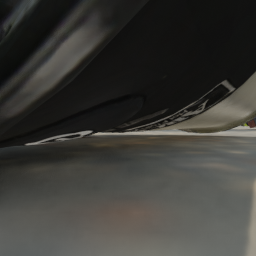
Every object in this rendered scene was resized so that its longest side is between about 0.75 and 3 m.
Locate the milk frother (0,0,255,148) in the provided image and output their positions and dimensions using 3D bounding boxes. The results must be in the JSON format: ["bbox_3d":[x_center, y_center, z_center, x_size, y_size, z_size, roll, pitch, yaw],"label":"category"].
[{"bbox_3d":[-0.209,-1.271,1.601,2.365,2.620,2.464,5,3,26],"label":"milk frother"}]

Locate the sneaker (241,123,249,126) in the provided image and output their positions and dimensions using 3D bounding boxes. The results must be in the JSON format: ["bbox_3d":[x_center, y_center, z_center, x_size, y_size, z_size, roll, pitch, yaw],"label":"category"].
[{"bbox_3d":[5.371,-0.297,12.640,1.300,0.480,0.526,1,-3,-43],"label":"sneaker"}]

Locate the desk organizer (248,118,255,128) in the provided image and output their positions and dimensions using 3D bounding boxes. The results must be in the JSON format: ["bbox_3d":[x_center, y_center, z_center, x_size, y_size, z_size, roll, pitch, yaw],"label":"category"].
[{"bbox_3d":[2.253,-1.280,5.147,0.901,2.511,0.967,-21,-7,14],"label":"desk organizer"}]
